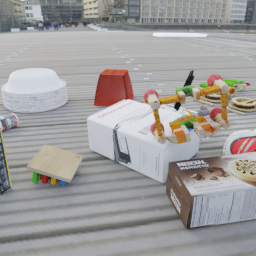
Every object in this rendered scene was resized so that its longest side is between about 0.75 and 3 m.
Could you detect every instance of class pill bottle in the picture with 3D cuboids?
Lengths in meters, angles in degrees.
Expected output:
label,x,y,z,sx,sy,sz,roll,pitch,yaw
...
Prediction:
label,x,y,z,sx,sy,sz,roll,pitch,yaw
pill bottle,-4.716,-0.189,10.613,0.542,0.542,0.952,20,32,37

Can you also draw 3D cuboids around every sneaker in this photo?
label,x,y,z,sx,sy,sz,roll,pitch,yaw
sneaker,4.365,0.616,8.480,2.963,1.141,1.258,-15,37,-14

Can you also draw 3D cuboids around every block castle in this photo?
label,x,y,z,sx,sy,sz,roll,pitch,yaw
block castle,1.484,-0.477,7.013,1.995,1.333,0.936,-14,27,0

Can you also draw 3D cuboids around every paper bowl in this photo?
label,x,y,z,sx,sy,sz,roll,pitch,yaw
paper bowl,-4.384,-1.895,13.211,2.954,1.536,2.954,1,24,-1

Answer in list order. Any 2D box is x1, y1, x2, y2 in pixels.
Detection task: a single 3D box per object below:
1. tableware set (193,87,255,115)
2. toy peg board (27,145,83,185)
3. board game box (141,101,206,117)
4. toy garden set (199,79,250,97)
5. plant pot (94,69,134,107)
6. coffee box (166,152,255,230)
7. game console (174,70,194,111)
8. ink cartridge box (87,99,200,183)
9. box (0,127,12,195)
label,x,y,z,sx,sy,sz,roll,pitch,yaw
tableware set,4.813,-1.450,13.348,1.900,0.576,2.875,-19,31,-36
toy peg board,-2.025,1.141,7.820,1.187,0.583,1.192,17,27,0
board game box,1.404,-0.450,11.227,2.813,0.487,1.776,21,32,38
toy garden set,5.392,-2.156,15.045,2.366,0.472,1.973,-13,22,-28
plant pot,-0.659,-1.985,13.458,1.674,1.477,1.676,4,25,9
coffee box,2.267,1.390,6.566,2.426,0.968,1.371,-5,25,-10
game console,1.764,-1.272,8.348,0.200,0.979,1.660,25,42,6
ink cartridge box,0.476,0.224,8.758,2.919,1.229,2.111,20,33,35
box,-3.696,0.707,7.143,1.396,1.749,0.431,12,26,25
